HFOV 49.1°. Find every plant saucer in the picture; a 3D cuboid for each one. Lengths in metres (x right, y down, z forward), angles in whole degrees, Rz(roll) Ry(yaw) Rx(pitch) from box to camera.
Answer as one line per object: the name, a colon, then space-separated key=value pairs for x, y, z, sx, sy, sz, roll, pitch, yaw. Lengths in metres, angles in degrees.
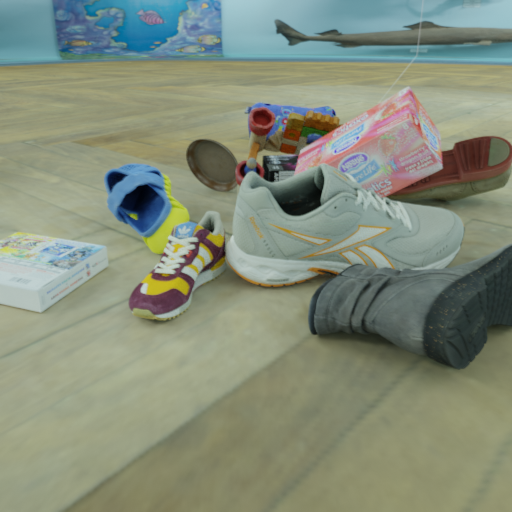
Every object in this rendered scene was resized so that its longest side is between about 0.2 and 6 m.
plant saucer: x=-0.852 y=-1.889 z=11.516 sx=1.276 sy=1.276 sz=0.205 roll=13 pitch=46 yaw=27

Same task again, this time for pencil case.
pencil case: x=1.016 y=-3.791 z=15.947 sx=2.603 sy=1.130 sz=1.016 roll=6 pitch=2 yaw=12

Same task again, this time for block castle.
block castle: x=0.967 y=-1.593 z=9.722 sx=2.493 sy=1.170 sz=1.666 roll=12 pitch=63 yaw=-1

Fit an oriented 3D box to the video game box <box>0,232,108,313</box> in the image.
video game box: x=-3.260 y=0.176 z=7.999 sx=1.684 sy=0.394 sz=1.534 roll=9 pitch=28 yaw=19

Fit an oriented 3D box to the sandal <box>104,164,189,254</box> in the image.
sandal: x=-2.038 y=-1.088 z=9.396 sx=1.087 sy=1.191 sz=2.736 roll=-51 pitch=34 yaw=0

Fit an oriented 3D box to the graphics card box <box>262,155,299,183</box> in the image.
graphics card box: x=1.244 y=-1.833 z=12.284 sx=2.137 sy=0.543 sz=1.340 roll=-3 pitch=25 yaw=-4

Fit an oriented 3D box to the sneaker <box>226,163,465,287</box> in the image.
sneaker: x=1.343 y=-0.506 z=7.743 sx=3.481 sy=1.601 sz=1.318 roll=-4 pitch=40 yaw=-10

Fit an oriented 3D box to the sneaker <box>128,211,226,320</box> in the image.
sneaker: x=-1.053 y=0.066 z=7.552 sx=0.786 sy=0.945 sz=2.098 roll=9 pitch=26 yaw=18

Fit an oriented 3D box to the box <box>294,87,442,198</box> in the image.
box: x=1.649 y=-1.456 z=8.447 sx=2.024 sy=0.958 sz=1.039 roll=-26 pitch=31 yaw=33

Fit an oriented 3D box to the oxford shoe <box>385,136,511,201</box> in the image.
oxford shoe: x=3.385 y=-1.430 z=11.114 sx=3.182 sy=1.190 sz=1.121 roll=-4 pitch=58 yaw=22

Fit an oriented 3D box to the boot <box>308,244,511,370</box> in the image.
boot: x=2.128 y=0.358 z=6.978 sx=1.954 sy=1.036 sz=2.968 roll=9 pitch=15 yaw=43
